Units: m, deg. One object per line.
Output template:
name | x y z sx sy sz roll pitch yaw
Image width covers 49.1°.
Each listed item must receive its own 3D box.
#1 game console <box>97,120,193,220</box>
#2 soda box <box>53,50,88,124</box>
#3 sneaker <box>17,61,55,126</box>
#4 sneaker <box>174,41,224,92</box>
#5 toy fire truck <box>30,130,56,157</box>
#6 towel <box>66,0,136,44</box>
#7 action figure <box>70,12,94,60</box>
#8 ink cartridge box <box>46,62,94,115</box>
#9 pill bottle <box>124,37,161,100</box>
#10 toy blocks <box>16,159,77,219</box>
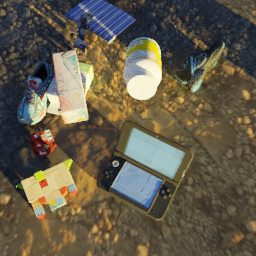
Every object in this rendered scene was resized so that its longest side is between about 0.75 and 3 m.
game console | 0.503 1.459 9.728 2.700 1.598 2.305 26 64 14
soda box | -2.235 -1.610 10.824 0.956 0.889 2.795 -11 66 -7
sneaker | -3.849 -1.500 11.384 1.141 1.374 2.877 10 63 5
sneaker | 3.199 -2.959 12.321 1.202 1.074 2.935 34 67 16
toy fire truck | -3.257 0.577 10.813 0.868 0.579 1.033 -16 63 -29
towel | -1.402 -5.563 14.159 2.960 0.353 2.143 35 65 15
action figure | -2.161 -4.406 12.942 0.828 1.554 2.388 11 65 -24
ink cartridge box | -2.485 -1.682 11.802 1.375 0.790 2.348 14 64 6
pill bottle | 0.588 -2.358 11.120 1.473 1.473 2.612 4 44 2
toy blocks | -2.660 2.199 9.799 2.091 1.045 1.430 -25 76 -11
